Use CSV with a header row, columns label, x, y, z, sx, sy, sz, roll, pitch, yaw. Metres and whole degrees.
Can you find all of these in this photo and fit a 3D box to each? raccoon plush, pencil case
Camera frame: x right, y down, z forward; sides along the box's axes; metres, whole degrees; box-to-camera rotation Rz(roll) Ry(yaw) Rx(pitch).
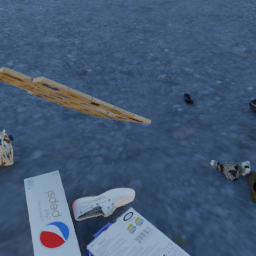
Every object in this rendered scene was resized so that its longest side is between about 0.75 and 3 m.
label,x,y,z,sx,sy,sz,roll,pitch,yaw
raccoon plush,2.907,1.013,7.778,0.665,0.480,0.992,-18,41,-33
pencil case,-4.397,0.648,7.742,2.280,1.020,0.887,-6,8,-6

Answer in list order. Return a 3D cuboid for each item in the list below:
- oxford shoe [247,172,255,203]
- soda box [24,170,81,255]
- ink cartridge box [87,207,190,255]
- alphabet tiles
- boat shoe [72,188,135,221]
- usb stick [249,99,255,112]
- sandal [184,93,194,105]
label,x,y,z,sx,sy,sz,roll,pitch,yaw
oxford shoe,3.335,1.443,7.250,0.349,0.405,0.960,5,37,10
soda box,-1.581,2.163,5.944,0.828,0.885,2.599,-13,41,-16
ink cartridge box,0.089,2.525,5.608,1.917,0.732,1.308,33,49,32
alphabet tiles,-1.292,-0.613,5.819,2.842,0.107,2.375,20,-6,-35
boat shoe,-0.535,1.865,6.644,1.529,0.541,0.530,-15,40,-4
usb stick,5.201,-0.231,9.339,0.728,0.428,2.624,-22,43,-14
sandal,2.287,-1.119,10.657,0.289,0.163,0.761,-4,39,-6
